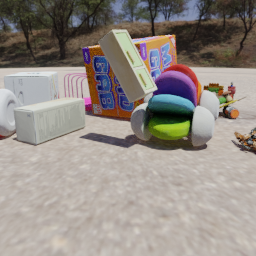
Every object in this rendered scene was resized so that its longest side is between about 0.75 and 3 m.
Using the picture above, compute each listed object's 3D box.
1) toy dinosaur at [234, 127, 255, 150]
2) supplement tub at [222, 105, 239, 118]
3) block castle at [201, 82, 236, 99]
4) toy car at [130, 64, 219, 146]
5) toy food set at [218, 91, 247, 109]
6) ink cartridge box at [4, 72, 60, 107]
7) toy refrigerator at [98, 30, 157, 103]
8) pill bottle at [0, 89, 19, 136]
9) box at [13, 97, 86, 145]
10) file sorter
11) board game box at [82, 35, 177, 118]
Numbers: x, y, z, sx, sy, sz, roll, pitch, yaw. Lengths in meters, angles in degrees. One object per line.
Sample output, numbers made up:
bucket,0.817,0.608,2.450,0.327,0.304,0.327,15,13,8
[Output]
toy dinosaur,3.705,0.316,8.311,0.959,0.722,1.414,-21,43,-14
supplement tub,4.451,-0.688,12.104,0.480,0.480,0.783,-2,16,-6
block castle,4.906,-2.106,16.024,2.339,1.098,1.563,6,17,18
toy car,1.524,-0.848,8.928,2.540,2.177,2.903,7,32,22
toy food set,4.216,-1.238,12.574,1.868,0.610,1.099,-23,-4,8
ink cartridge box,-4.186,-1.530,12.574,1.819,1.827,2.515,-1,16,-4
toy refrigerator,0.026,-1.774,7.933,0.682,1.949,0.740,-27,0,37
pill bottle,-5.295,-0.520,9.434,2.819,1.585,1.585,0,16,1
box,-2.579,-0.322,9.610,0.938,1.146,2.414,8,17,30
file sorter,-2.101,-2.013,14.662,1.830,1.651,2.633,-10,18,-30
board game box,0.230,-2.346,12.474,2.955,2.955,2.957,7,24,35
